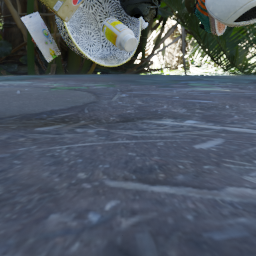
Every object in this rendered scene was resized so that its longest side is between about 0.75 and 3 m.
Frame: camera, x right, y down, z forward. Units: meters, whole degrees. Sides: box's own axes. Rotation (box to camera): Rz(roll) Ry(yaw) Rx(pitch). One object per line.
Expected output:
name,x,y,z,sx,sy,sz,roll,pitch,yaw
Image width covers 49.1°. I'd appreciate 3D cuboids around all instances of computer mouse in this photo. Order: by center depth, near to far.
computer mouse,1.871,-1.787,3.563,1.877,1.029,0.412,-23,-25,-16

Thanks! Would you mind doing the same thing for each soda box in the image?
soda box,-0.916,-2.792,5.105,0.516,1.612,0.546,39,7,3

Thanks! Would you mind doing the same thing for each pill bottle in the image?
pill bottle,-0.225,-2.482,7.518,0.581,0.581,1.064,-11,47,-40

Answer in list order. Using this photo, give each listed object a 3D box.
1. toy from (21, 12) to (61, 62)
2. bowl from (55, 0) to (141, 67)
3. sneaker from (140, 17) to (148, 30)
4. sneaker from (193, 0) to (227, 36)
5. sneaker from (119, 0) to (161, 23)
toy,-2.270,-2.306,7.230,0.280,1.186,0.683,-18,25,31
bowl,-1.056,-3.068,7.975,1.334,2.842,2.842,-1,8,45
sneaker,-0.387,-3.835,9.372,2.012,1.163,0.741,6,54,34
sneaker,2.206,-3.649,7.911,0.787,2.204,0.881,-44,48,-18
sneaker,0.797,-3.672,7.515,2.223,1.274,0.850,-22,3,27
